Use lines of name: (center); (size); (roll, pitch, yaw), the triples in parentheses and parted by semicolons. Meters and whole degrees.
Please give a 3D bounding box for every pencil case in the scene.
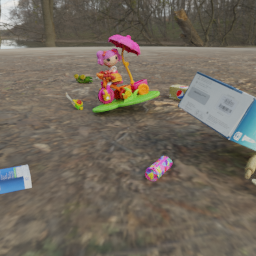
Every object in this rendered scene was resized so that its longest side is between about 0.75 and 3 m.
pencil case: (0.669, 0.861, 6.016); (0.339, 0.339, 0.767); (12, 22, 29)

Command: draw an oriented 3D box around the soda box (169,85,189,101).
soda box: (2.639, -1.436, 12.008); (0.604, 0.570, 1.782); (-17, 25, -39)

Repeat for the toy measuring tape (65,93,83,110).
toy measuring tape: (-2.036, -1.054, 10.886); (0.935, 0.344, 0.344); (47, 38, 15)

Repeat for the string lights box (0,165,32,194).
string lights box: (-2.466, 1.041, 5.537); (1.005, 0.296, 0.517); (-8, 21, -22)

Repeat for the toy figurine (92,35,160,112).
toy figurine: (-0.358, -2.097, 10.256); (2.657, 2.446, 1.995); (-19, 14, -18)

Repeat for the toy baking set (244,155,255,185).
toy baking set: (2.857, 0.979, 5.441); (1.166, 0.177, 1.519); (25, 32, 28)

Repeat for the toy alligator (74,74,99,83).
toy alligator: (-2.401, -2.713, 15.765); (1.737, 0.417, 0.576); (11, -9, 29)

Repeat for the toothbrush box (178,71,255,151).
toothbrush box: (2.477, -0.250, 6.288); (2.190, 0.934, 1.603); (20, 16, -38)
